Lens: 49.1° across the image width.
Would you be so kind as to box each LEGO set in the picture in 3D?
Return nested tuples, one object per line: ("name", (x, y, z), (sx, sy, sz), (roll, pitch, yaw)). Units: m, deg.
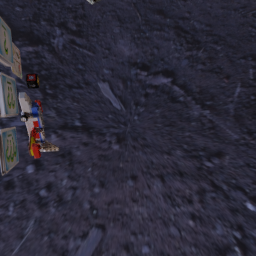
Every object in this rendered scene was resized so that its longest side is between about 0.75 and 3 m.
("LEGO set", (-1.590, -0.468, 4.600), (0.650, 2.648, 1.978), (-5, 93, -10))

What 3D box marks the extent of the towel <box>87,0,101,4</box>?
("towel", (-0.470, -3.845, 7.068), (2.262, 0.406, 2.349), (-34, 46, -12))
